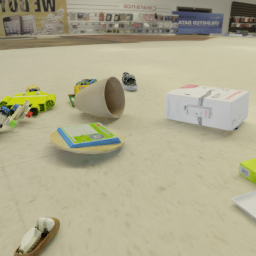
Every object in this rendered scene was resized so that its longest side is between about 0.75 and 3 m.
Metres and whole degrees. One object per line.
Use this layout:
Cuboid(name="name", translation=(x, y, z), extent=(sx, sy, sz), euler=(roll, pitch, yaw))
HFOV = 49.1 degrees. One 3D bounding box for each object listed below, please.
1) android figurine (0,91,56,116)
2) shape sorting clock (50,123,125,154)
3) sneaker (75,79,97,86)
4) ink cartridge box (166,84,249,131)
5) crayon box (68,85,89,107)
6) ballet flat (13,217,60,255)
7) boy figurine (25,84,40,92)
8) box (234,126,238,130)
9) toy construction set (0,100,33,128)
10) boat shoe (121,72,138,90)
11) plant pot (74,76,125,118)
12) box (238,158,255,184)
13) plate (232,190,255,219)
Cuboid(name="android figurine", translation=(-4.559, -1.219, 12.967), extent=(2.417, 0.545, 2.655), euler=(-3, 25, -6))
Cuboid(name="shape sorting clock", translation=(-1.336, 0.361, 9.359), extent=(2.475, 0.486, 2.475), euler=(1, 19, 0))
Cuboid(name="sneaker", translation=(-2.375, -2.391, 15.655), extent=(0.734, 0.628, 1.771), euler=(1, 18, 26))
Cuboid(name="ink cartridge box", translation=(3.194, -0.924, 11.323), extent=(2.746, 1.137, 2.012), euler=(14, 26, 38))
Cuboid(name="crayon box", translation=(-1.825, -1.610, 13.564), extent=(2.012, 0.511, 1.277), euler=(-8, 36, -19))
Cuboid(name="ballet flat", translation=(-1.747, 2.077, 5.419), extent=(0.476, 0.508, 1.405), euler=(8, 24, 17))
Cuboid(name="boy figurine", translation=(-5.118, -2.035, 14.974), extent=(0.794, 0.412, 1.278), euler=(-12, 25, -19))
Cuboid(name="box", translation=(4.019, -0.141, 10.994), extent=(0.456, 0.122, 0.752), euler=(2, 25, 6))
Cuboid(name="toy construction set", translation=(-5.183, -0.761, 10.581), extent=(2.965, 1.366, 1.944), euler=(17, -2, -18))
Cuboid(name="boat shoe", translation=(0.075, -2.763, 16.201), extent=(0.808, 0.748, 2.190), euler=(-3, 24, -7))
Cuboid(name="plant pot", translation=(-1.299, -1.201, 11.873), extent=(1.816, 1.700, 1.700), euler=(-5, 19, 29))
Cuboid(name="box", translation=(3.995, 1.136, 7.732), extent=(1.580, 0.376, 0.963), euler=(-11, 26, -23))
Cuboid(name="plate", translation=(3.095, 1.827, 6.421), extent=(1.017, 0.164, 1.015), euler=(-11, 25, -24))
